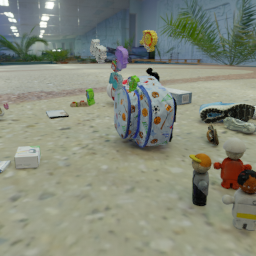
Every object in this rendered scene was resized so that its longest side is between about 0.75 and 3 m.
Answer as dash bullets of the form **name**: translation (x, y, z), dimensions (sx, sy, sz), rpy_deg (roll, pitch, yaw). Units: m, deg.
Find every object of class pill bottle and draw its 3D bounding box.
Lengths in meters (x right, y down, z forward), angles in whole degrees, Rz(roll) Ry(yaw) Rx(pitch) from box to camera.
- **pill bottle**: translation (-0.067, -1.928, 15.172), dimensions (1.458, 1.458, 2.597), rpy_deg (-11, 19, -31)

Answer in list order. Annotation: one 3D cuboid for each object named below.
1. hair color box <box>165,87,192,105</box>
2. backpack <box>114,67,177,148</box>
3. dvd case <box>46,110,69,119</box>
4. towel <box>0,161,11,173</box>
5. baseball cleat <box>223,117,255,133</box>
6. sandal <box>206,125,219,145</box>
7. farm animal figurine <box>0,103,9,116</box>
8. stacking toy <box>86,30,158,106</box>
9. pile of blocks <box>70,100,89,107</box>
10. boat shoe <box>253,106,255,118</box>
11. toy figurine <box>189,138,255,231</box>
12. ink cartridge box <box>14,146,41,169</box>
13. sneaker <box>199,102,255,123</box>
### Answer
- **hair color box**: translation (2.534, -1.884, 16.372), dimensions (1.094, 0.670, 2.211), rpy_deg (-12, 21, -35)
- **backpack**: translation (0.551, -0.513, 9.200), dimensions (1.878, 2.438, 2.323), rpy_deg (-12, 28, -21)
- **dvd case**: translation (-3.362, -0.666, 13.279), dimensions (0.884, 0.109, 1.239), rpy_deg (-7, 18, -22)
- **towel**: translation (-3.734, 1.038, 7.575), dimensions (0.942, 0.112, 0.692), rpy_deg (-1, 16, -1)
- **baseball cleat**: translation (4.380, -0.052, 10.831), dimensions (0.742, 0.486, 1.393), rpy_deg (9, 13, -30)
- **sandal**: translation (2.859, 0.231, 9.628), dimensions (0.362, 0.542, 1.325), rpy_deg (-15, 16, 9)
- **farm animal figurine**: translation (-5.961, -0.660, 12.508), dimensions (1.318, 0.663, 1.064), rpy_deg (13, 40, 28)
- **stacking toy**: translation (-0.222, -1.460, 7.205), dimensions (1.605, 2.128, 0.500), rpy_deg (-20, 60, -28)
- **pile of blocks**: translation (-2.584, -1.342, 15.129), dimensions (1.115, 0.347, 0.458), rpy_deg (-2, 17, -9)
- **boat shoe**: translation (6.290, -0.830, 12.899), dimensions (1.927, 0.710, 0.618), rpy_deg (-18, 30, -35)
- **toy figurine**: translation (2.274, 1.011, 5.696), dimensions (1.746, 1.234, 1.774), rpy_deg (-10, 20, -31)
- **ink cartridge box**: translation (-2.810, 0.809, 7.891), dimensions (0.611, 0.368, 0.842), rpy_deg (-3, 18, -12)
- **sneaker**: translation (4.231, -0.835, 12.057), dimensions (2.390, 0.937, 1.075), rpy_deg (1, 30, 1)
